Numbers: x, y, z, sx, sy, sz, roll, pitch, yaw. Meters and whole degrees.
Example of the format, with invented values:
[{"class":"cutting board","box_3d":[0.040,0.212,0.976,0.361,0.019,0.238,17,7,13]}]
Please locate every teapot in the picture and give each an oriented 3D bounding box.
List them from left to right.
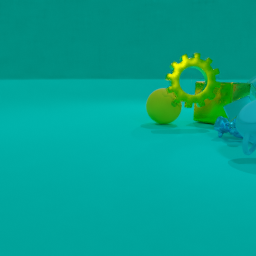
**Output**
[{"class":"teapot","box_3d":[2.697,-0.102,5.439,1.620,0.793,1.007,-44,25,-18]}]

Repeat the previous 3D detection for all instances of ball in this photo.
[{"class":"ball","box_3d":[1.204,-0.730,9.408,1.197,1.197,1.197,0,11,0]}]

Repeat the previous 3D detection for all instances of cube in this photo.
[{"class":"cube","box_3d":[3.239,-0.892,9.699,1.375,1.375,1.375,-7,13,-43]},{"class":"cube","box_3d":[3.161,-0.365,7.793,0.716,0.716,0.716,-24,-17,18]}]

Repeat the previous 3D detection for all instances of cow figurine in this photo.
[{"class":"cow figurine","box_3d":[2.752,0.018,7.134,1.047,0.575,1.031,21,-7,8]}]

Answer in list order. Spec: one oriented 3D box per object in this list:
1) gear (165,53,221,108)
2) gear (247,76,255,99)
[{"class":"gear","box_3d":[1.993,-1.455,8.679,1.662,1.662,0.307,0,3,-2]},{"class":"gear","box_3d":[4.864,-1.004,9.807,0.326,1.760,1.760,-36,4,13]}]
